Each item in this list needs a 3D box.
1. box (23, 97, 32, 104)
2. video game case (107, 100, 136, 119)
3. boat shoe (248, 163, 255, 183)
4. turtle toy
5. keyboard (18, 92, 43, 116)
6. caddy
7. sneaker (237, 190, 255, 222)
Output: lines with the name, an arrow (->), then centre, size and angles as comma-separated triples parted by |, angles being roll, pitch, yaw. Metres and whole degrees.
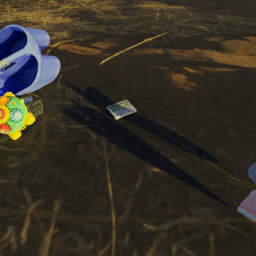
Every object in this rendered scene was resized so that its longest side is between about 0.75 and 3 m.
box -> -3.682, -0.700, 9.487 | 0.917, 0.447, 0.571 | -12, 34, -16
video game case -> -0.223, -0.641, 9.586 | 0.782, 0.086, 0.712 | -22, 44, -18
boat shoe -> 3.302, 1.170, 6.154 | 0.469, 0.545, 1.514 | 26, 1, -19
turtle toy -> -3.565, -0.235, 7.971 | 1.192, 1.636, 0.827 | 45, 5, 7
keyboard -> -3.413, -0.644, 9.015 | 1.313, 0.834, 0.135 | -27, 26, -31
caddy -> -3.687, -2.144, 9.265 | 2.854, 2.017, 1.498 | -19, 6, 32
sneaker -> 2.682, 1.561, 5.249 | 0.503, 0.699, 1.336 | 38, -3, -15
